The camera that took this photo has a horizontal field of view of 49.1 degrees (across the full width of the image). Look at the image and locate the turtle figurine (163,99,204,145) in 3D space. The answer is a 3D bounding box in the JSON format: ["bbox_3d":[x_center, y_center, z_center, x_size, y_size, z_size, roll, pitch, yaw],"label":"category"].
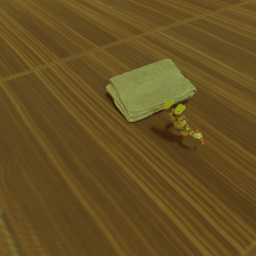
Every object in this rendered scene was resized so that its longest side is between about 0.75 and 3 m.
[{"bbox_3d":[1.253,-0.171,6.919,0.465,1.163,1.443,-36,41,0],"label":"turtle figurine"}]

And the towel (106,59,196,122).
[{"bbox_3d":[0.668,-1.185,8.482,2.359,0.430,1.750,-24,59,-12],"label":"towel"}]
